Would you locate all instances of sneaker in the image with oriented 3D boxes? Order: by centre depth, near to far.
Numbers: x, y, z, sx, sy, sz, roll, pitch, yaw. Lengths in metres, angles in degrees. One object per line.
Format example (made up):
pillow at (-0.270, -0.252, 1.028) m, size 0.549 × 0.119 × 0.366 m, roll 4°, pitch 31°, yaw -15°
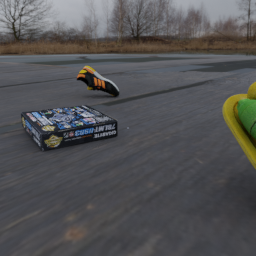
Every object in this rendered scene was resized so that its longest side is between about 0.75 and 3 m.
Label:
sneaker at (-1.270, -1.755, 11.681) m, size 1.880 × 0.657 × 0.846 m, roll 36°, pitch 65°, yaw 0°

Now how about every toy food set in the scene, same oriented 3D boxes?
toy food set at (2.421, 0.126, 3.753) m, size 1.566 × 0.870 × 2.662 m, roll 1°, pitch 45°, yaw -19°

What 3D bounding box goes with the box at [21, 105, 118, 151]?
box at (-1.543, -0.101, 7.177) m, size 1.916 × 0.480 × 1.930 m, roll -12°, pitch 22°, yaw -31°
